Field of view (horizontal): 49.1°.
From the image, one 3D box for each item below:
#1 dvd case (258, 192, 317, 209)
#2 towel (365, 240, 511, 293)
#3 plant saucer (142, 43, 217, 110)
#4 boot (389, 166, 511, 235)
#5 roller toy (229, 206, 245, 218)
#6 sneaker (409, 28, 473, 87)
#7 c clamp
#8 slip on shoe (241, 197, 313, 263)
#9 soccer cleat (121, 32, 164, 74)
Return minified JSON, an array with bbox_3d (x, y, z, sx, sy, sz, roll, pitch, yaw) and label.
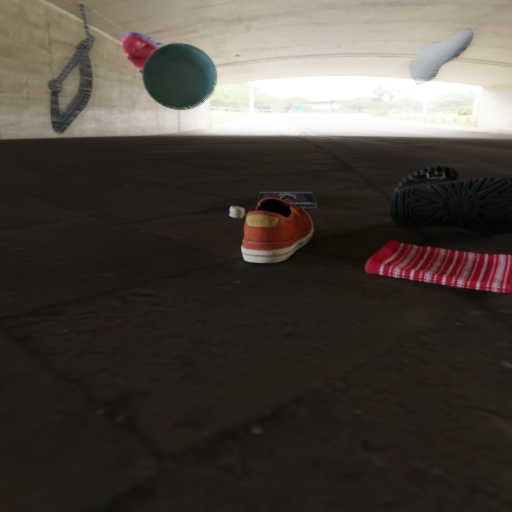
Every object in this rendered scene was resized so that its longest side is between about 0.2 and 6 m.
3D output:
[{"bbox_3d":[0.888,-1.634,16.367,1.626,0.175,2.187,1,16,2],"label":"dvd case"},{"bbox_3d":[3.260,0.149,9.788,2.382,0.268,1.722,8,18,27],"label":"towel"},{"bbox_3d":[-1.247,-2.896,9.180,1.214,1.214,0.218,-2,-13,-8],"label":"plant saucer"},{"bbox_3d":[4.971,-1.446,13.601,3.385,1.274,2.531,5,16,20],"label":"boot"},{"bbox_3d":[-0.494,-1.102,14.275,0.353,0.270,0.386,23,19,38],"label":"roller toy"},{"bbox_3d":[3.886,-4.364,12.019,0.571,0.651,1.624,-16,-13,-38],"label":"sneaker"},{"bbox_3d":[-3.392,-3.259,10.297,0.270,1.700,1.990,1,-25,-43],"label":"c clamp"},{"bbox_3d":[0.473,-0.717,11.499,1.244,1.028,3.358,2,14,14],"label":"slip on shoe"},{"bbox_3d":[-2.110,-4.622,13.230,2.439,0.933,0.813,21,-36,-40],"label":"soccer cleat"}]
